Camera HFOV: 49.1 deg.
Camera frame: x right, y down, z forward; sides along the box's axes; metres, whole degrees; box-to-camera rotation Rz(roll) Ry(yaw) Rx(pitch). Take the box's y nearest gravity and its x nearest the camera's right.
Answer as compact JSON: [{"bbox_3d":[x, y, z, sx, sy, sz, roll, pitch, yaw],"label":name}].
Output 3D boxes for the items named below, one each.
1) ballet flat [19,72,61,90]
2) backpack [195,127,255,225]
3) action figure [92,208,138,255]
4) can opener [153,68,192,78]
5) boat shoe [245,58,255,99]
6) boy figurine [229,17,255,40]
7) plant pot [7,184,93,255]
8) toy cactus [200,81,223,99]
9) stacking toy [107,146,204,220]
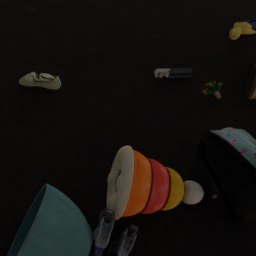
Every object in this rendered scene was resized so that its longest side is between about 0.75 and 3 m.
[{"bbox_3d":[-3.262,-1.795,10.258,1.663,0.578,0.578,8,48,7],"label":"ballet flat"},{"bbox_3d":[2.737,1.004,7.087,1.400,1.846,2.212,-3,41,-30],"label":"backpack"},{"bbox_3d":[-0.628,3.092,5.406,1.802,0.961,2.770,29,51,-11],"label":"action figure"},{"bbox_3d":[1.698,-2.148,10.695,1.437,0.378,0.477,0,47,0],"label":"can opener"},{"bbox_3d":[5.081,-1.925,10.134,1.110,1.044,2.915,28,52,9],"label":"boat shoe"},{"bbox_3d":[5.269,-4.491,12.725,1.694,0.546,1.053,-34,56,-26],"label":"boy figurine"},{"bbox_3d":[-1.532,2.348,5.778,1.343,1.995,1.995,28,47,-15],"label":"plant pot"},{"bbox_3d":[3.060,-1.337,10.025,0.837,0.428,0.690,-19,69,-20],"label":"toy cactus"},{"bbox_3d":[0.759,1.496,6.864,2.397,1.752,1.752,13,47,-11],"label":"stacking toy"}]
